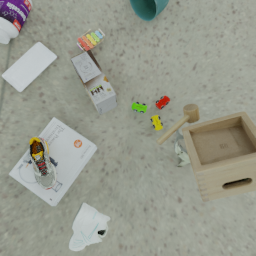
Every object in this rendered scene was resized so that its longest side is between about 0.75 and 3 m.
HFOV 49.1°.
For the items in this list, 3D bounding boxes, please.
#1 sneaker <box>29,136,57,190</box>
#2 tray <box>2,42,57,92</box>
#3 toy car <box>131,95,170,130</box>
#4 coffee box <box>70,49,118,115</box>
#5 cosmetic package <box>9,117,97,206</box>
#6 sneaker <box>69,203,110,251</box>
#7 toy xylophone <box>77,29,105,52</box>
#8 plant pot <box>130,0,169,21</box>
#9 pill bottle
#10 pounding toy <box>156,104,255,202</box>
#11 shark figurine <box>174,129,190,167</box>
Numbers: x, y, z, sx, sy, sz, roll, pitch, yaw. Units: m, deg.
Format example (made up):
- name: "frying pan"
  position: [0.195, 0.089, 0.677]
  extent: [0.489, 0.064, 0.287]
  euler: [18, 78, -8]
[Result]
- name: "sneaker"
  position: [-2.998, 1.182, 9.538]
  extent: [0.743, 0.784, 1.909]
  euler: [-21, 76, -6]
- name: "tray"
  position: [-4.046, -2.517, 11.618]
  extent: [1.154, 0.238, 2.149]
  euler: [40, 78, 12]
- name: "toy car"
  position: [0.830, -0.686, 11.030]
  extent: [1.405, 0.333, 1.493]
  euler: [15, 73, 5]
- name: "coffee box"
  position: [-1.284, -1.756, 10.868]
  extent: [0.862, 1.237, 2.163]
  euler: [-28, 76, -7]
- name: "cosmetic package"
  position: [-2.691, 1.206, 10.299]
  extent: [1.976, 0.677, 2.621]
  euler: [33, 76, 6]
- name: "sneaker"
  position: [-1.024, 2.778, 7.346]
  extent: [0.868, 2.167, 0.762]
  euler: [21, 48, 2]
- name: "toy xylophone"
  position: [-1.644, -3.781, 11.950]
  extent: [0.916, 0.314, 1.251]
  euler: [43, 78, 12]
- name: "plant pot"
  position: [1.040, -5.580, 11.908]
  extent: [1.576, 1.576, 1.265]
  euler: [44, 67, 12]
- name: "pill bottle"
  position: [-4.969, -4.671, 11.737]
  extent: [1.218, 1.218, 2.166]
  euler: [17, 75, 5]
- name: "pounding toy"
  position: [2.121, 0.531, 7.668]
  extent: [2.468, 1.285, 2.809]
  euler: [-16, 35, 9]
- name: "shark figurine"
  position: [1.996, 0.721, 10.355]
  extent: [1.080, 1.807, 0.754]
  euler: [-30, 32, 20]
